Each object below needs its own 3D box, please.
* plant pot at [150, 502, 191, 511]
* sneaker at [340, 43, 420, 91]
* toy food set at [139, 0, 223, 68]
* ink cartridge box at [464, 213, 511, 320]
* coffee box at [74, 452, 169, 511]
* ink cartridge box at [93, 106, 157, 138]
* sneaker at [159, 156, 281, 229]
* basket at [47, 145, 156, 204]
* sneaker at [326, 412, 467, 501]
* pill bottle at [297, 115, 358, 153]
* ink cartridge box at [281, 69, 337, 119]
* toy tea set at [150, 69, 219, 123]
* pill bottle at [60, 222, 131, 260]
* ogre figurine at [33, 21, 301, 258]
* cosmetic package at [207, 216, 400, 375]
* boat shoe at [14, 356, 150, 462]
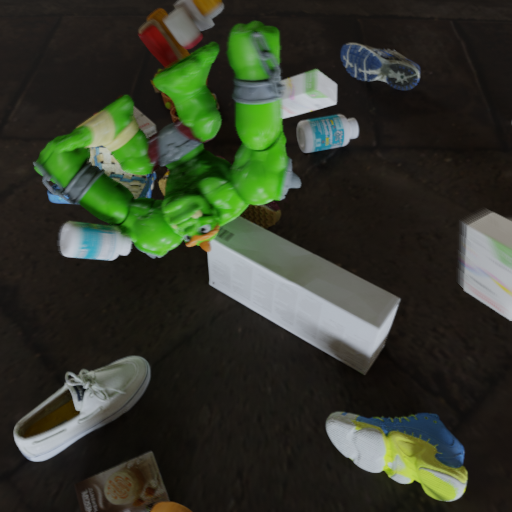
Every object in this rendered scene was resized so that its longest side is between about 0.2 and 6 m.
[{"bbox_3d":[-1.241,3.915,7.464,1.080,1.080,0.989,11,36,9],"label":"plant pot"},{"bbox_3d":[3.439,-5.265,15.426,2.316,0.892,0.987,28,45,13],"label":"sneaker"},{"bbox_3d":[-1.511,-4.599,11.844,1.332,1.255,2.790,-51,32,-19],"label":"toy food set"},{"bbox_3d":[2.959,0.230,6.784,0.441,1.310,0.767,-27,39,-17],"label":"ink cartridge box"},{"bbox_3d":[-1.944,3.456,8.150,1.170,0.467,0.669,-20,53,-16],"label":"coffee box"},{"bbox_3d":[-3.169,-3.097,13.648,0.985,0.556,1.343,-31,57,-24],"label":"ink cartridge box"},{"bbox_3d":[-0.645,-1.530,12.000,2.791,1.046,1.258,19,59,15],"label":"sneaker"},{"bbox_3d":[-3.011,-1.618,11.683,1.901,1.500,2.156,8,31,8],"label":"basket"},{"bbox_3d":[2.185,2.814,8.607,2.158,0.817,1.133,27,41,15],"label":"sneaker"},{"bbox_3d":[1.716,-2.944,13.386,1.376,0.763,0.763,-13,51,-11],"label":"pill bottle"},{"bbox_3d":[0.828,-3.187,11.137,1.348,0.789,0.454,-6,78,37],"label":"ink cartridge box"},{"bbox_3d":[-1.791,-4.348,14.443,1.547,0.963,2.601,-15,51,-12],"label":"toy tea set"},{"bbox_3d":[-2.692,-0.238,9.459,1.074,0.595,0.595,6,42,-36],"label":"pill bottle"},{"bbox_3d":[-1.208,-1.592,9.298,4.549,2.727,2.232,-32,24,4],"label":"ogre figurine"},{"bbox_3d":[0.715,0.609,9.962,3.436,1.418,0.870,29,52,21],"label":"cosmetic package"},{"bbox_3d":[-2.746,2.210,8.860,2.326,0.991,0.859,-31,56,-23],"label":"boat shoe"}]
